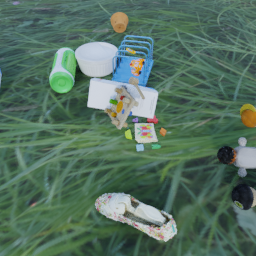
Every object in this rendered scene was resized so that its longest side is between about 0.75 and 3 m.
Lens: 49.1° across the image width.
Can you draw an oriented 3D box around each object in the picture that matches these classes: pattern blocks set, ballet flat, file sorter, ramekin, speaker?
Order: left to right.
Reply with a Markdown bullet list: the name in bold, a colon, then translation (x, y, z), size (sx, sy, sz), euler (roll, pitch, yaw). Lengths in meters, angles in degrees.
- **speaker**: translation (-2.789, -2.572, 12.219), size (1.074, 1.074, 2.428), euler (-3, 42, -3)
- **ramekin**: translation (-1.409, -3.141, 12.953), size (1.955, 0.910, 1.955), euler (-1, 42, 0)
- **file sorter**: translation (0.246, -3.060, 12.560), size (1.507, 1.332, 2.171), euler (8, 43, 10)
- **ballet flat**: translation (0.187, 2.117, 7.254), size (2.306, 0.737, 0.872), euler (17, 46, 18)
- **pattern blocks set**: translation (0.619, 0.150, 9.884), size (1.451, 0.134, 1.651), euler (-11, 43, -11)

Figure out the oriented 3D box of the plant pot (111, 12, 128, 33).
- **plant pot**: translation (-0.488, -6.017, 16.175), size (1.028, 1.028, 0.719), euler (-2, 59, -2)

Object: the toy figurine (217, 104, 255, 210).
- **toy figurine**: translation (3.599, 0.793, 7.478), size (1.670, 2.400, 2.363), euler (6, 41, -14)

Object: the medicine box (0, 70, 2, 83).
- **medicine box**: translation (-6.435, -2.063, 11.643), size (1.882, 1.063, 2.066), euler (-10, 43, -12)

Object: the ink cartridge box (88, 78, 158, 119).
- **ink cartridge box**: translation (-0.160, -0.965, 8.661), size (1.971, 0.846, 1.443), euler (9, 12, -2)

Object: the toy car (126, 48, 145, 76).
- **toy car**: translation (0.107, -2.166, 9.100), size (0.405, 0.598, 1.218), euler (16, 25, -34)

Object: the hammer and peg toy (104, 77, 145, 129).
- **hammer and peg toy**: translation (-0.100, -0.699, 7.373), size (0.454, 1.287, 0.946), euler (16, 23, -32)
